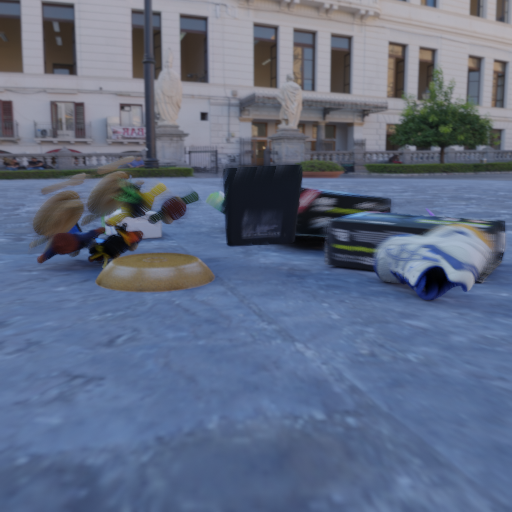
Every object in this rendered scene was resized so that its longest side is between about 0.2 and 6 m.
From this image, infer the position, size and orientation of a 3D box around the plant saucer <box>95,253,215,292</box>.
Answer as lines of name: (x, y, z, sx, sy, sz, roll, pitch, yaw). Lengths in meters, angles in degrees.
plant saucer: (-1.446, 0.190, 8.063, 1.695, 0.300, 1.695, 0, 10, 0)

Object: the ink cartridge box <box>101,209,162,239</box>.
ink cartridge box: (-2.798, -0.724, 12.527, 0.967, 0.561, 1.336, -6, 12, -31)

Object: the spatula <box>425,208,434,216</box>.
spatula: (3.975, -0.564, 11.106, 0.635, 0.231, 2.248, 39, 3, -17)

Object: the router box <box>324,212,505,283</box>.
router box: (2.567, -0.219, 8.992, 2.439, 0.758, 1.827, 6, 12, 30)

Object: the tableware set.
tableware set: (-2.761, -0.793, 9.275, 0.402, 1.326, 2.006, 40, 40, 12)

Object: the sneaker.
sneaker: (2.034, 0.168, 7.069, 0.688, 0.805, 1.828, 32, -23, -15)

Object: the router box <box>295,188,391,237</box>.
router box: (1.033, -0.930, 11.599, 2.141, 0.888, 2.858, 4, 6, -28)

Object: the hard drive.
hard drive: (0.079, -0.693, 8.126, 1.071, 0.252, 1.534, -3, -34, -4)

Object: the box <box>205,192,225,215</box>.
box: (-0.463, -1.058, 13.442, 1.396, 0.254, 1.007, 32, 14, 4)

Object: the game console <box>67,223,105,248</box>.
game console: (-3.486, -0.533, 11.319, 1.119, 0.955, 0.662, 10, 41, 47)

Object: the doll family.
doll family: (-2.197, -0.470, 8.963, 2.619, 1.028, 1.514, -39, 11, -4)
